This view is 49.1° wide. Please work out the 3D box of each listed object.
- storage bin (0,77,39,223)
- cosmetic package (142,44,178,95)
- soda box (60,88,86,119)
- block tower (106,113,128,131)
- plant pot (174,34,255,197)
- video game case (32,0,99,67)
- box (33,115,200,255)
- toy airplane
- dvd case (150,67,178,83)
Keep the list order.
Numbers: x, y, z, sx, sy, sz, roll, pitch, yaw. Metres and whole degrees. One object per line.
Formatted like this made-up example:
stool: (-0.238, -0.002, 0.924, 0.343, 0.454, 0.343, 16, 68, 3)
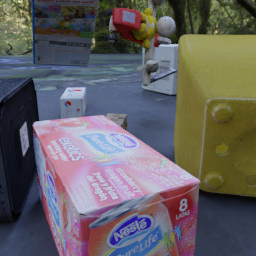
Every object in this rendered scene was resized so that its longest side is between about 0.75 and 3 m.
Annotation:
storage bin: (-2.589, 0.219, 5.269, 1.383, 1.995, 2.951, -3, 18, -8)
cosmetic package: (2.607, -3.251, 15.114, 2.899, 2.426, 2.411, -12, 21, -34)
soda box: (-2.105, -1.035, 11.061, 0.825, 0.771, 2.422, -2, 18, -5)
block tower: (-0.493, 0.217, 7.474, 0.672, 0.628, 2.324, 2, 19, 11)
plant pot: (2.296, -0.208, 5.505, 2.862, 2.880, 2.947, 4, 24, 12)
video game case: (-2.048, -3.083, 8.924, 1.900, 2.655, 0.236, -1, 53, -18)
box: (-0.443, 0.889, 4.063, 1.376, 1.491, 2.906, -9, 19, -24)
toy airplane: (0.779, -3.206, 9.417, 1.947, 2.759, 2.747, 5, 46, 38)
dvd case: (1.189, -1.943, 10.394, 1.188, 0.095, 0.883, -22, 18, 4)
